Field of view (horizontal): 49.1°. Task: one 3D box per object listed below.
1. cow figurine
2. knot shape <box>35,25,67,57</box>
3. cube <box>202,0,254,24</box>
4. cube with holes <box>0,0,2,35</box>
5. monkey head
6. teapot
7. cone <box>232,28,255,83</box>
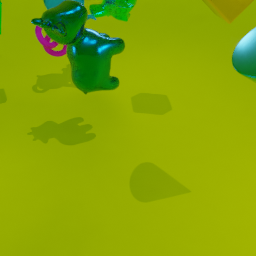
[{"bbox_3d":[-0.899,-1.430,5.253,1.704,1.731,0.950,-13,32,-38],"label":"cow figurine"},{"bbox_3d":[-2.079,-2.696,8.108,0.529,1.145,1.072,32,83,31],"label":"knot shape"},{"bbox_3d":[1.993,-2.877,5.692,0.913,0.913,0.913,33,26,-27],"label":"cube"},{"bbox_3d":[-3.418,-2.747,6.508,0.773,0.773,0.773,-6,48,-31],"label":"cube with holes"},{"bbox_3d":[-0.426,-3.609,7.773,1.321,1.107,1.836,-13,63,-12],"label":"monkey head"},{"bbox_3d":[-1.600,-3.405,7.451,1.796,0.879,1.117,46,49,-11],"label":"teapot"},{"bbox_3d":[2.013,-0.571,3.301,1.167,1.171,1.167,-27,34,21],"label":"cone"}]
